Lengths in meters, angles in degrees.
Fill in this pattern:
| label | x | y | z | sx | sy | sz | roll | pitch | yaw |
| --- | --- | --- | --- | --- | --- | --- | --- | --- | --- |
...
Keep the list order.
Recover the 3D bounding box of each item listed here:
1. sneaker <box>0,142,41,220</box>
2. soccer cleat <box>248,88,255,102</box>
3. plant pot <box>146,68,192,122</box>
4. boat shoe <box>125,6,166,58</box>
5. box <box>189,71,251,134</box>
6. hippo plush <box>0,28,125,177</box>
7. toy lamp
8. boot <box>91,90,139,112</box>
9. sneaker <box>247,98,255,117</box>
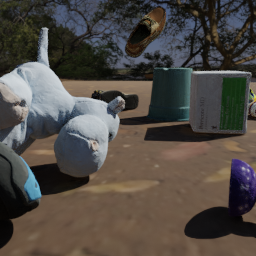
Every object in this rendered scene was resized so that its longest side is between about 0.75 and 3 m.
| label | x | y | z | sx | sy | sz | roll | pitch | yaw |
| --- | --- | --- | --- | --- | --- | --- | --- | --- | --- |
| sneaker | -2.298 | 0.757 | 3.105 | 2.853 | 1.045 | 1.169 | -1 | 28 | 21 |
| soccer cleat | 5.408 | -1.328 | 12.451 | 0.825 | 1.067 | 2.552 | 7 | 13 | 29 |
| plant pot | 1.644 | -1.295 | 10.408 | 1.883 | 1.845 | 1.883 | 1 | 11 | 0 |
| boat shoe | 0.622 | -3.145 | 8.943 | 0.755 | 1.994 | 0.737 | 31 | -14 | 6 |
| box | 2.653 | -0.831 | 8.393 | 1.479 | 1.718 | 1.726 | 2 | 12 | 8 |
| hippo plush | -1.333 | -0.003 | 5.054 | 2.119 | 2.099 | 2.636 | 27 | 35 | -12 |
| toy lamp | 2.487 | 0.825 | 2.879 | 2.718 | 0.791 | 0.791 | 2 | 12 | 24 |
| boot | -0.918 | -1.288 | 12.610 | 1.896 | 0.922 | 2.519 | 10 | 12 | 37 |
| sneaker | 5.288 | -0.913 | 11.030 | 0.997 | 0.829 | 2.213 | 16 | 18 | 36 |
